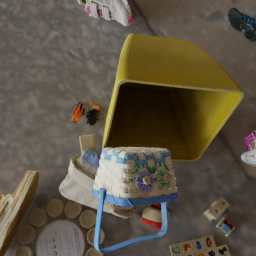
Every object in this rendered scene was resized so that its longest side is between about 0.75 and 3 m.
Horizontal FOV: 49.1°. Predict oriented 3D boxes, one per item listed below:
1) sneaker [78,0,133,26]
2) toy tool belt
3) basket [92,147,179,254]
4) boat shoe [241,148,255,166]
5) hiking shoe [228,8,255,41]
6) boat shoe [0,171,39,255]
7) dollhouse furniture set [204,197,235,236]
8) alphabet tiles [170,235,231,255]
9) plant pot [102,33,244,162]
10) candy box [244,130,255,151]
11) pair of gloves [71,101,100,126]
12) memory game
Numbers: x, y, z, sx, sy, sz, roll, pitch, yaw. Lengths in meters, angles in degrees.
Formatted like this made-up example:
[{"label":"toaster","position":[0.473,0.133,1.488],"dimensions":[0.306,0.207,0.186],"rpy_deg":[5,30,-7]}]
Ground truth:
[{"label":"sneaker","position":[-0.853,-4.171,9.670],"dimensions":[1.086,1.001,2.461],"rpy_deg":[-42,66,-14]},{"label":"toy tool belt","position":[-0.146,1.280,7.075],"dimensions":[2.831,1.767,1.740],"rpy_deg":[17,78,6]},{"label":"basket","position":[0.103,1.184,4.849],"dimensions":[1.492,1.177,1.692],"rpy_deg":[-1,96,-37]},{"label":"boat shoe","position":[3.167,0.685,6.374],"dimensions":[1.515,0.486,0.558],"rpy_deg":[7,75,-40]},{"label":"hiking shoe","position":[4.064,-3.632,9.696],"dimensions":[0.621,0.533,1.432],"rpy_deg":[-37,83,-21]},{"label":"boat shoe","position":[-3.091,2.096,7.201],"dimensions":[0.807,0.860,2.333],"rpy_deg":[22,71,2]},{"label":"dollhouse furniture set","position":[2.501,2.304,7.282],"dimensions":[0.554,0.557,0.791],"rpy_deg":[-42,73,-15]},{"label":"alphabet tiles","position":[1.795,3.594,7.046],"dimensions":[1.765,0.056,1.469],"rpy_deg":[-11,69,-4]},{"label":"plant pot","position":[0.806,-0.907,7.370],"dimensions":[2.743,2.743,2.419],"rpy_deg":[4,50,-11]},{"label":"candy box","position":[3.726,0.620,7.858],"dimensions":[0.323,0.721,1.058],"rpy_deg":[-17,69,-5]},{"label":"pair of gloves","position":[-1.304,-0.442,8.613],"dimensions":[0.827,0.102,0.736],"rpy_deg":[12,68,2]},{"label":"memory game","position":[-1.742,3.014,7.223],"dimensions":[2.368,0.151,2.368],"rpy_deg":[0,68,0]}]
